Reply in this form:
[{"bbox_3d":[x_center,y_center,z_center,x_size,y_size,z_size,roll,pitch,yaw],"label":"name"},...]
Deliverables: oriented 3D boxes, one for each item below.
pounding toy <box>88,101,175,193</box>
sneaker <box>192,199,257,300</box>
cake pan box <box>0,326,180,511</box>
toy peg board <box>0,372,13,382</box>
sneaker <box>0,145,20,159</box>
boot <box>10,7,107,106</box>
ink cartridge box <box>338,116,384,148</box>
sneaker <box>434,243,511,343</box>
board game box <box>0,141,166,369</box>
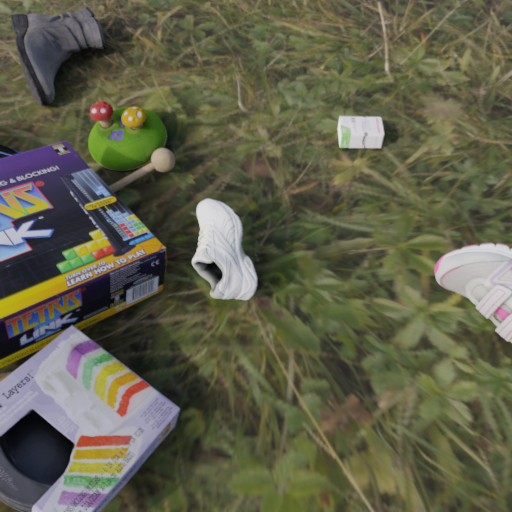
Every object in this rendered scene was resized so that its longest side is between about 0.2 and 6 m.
[{"bbox_3d":[-2.404,-2.256,10.249,1.489,0.895,1.929,-21,58,-7],"label":"pounding toy"},{"bbox_3d":[-0.622,-0.124,8.455,0.859,0.673,1.728,-5,63,-40],"label":"sneaker"},{"bbox_3d":[-2.332,2.132,6.912,1.950,0.554,2.117,34,44,13],"label":"cake pan box"},{"bbox_3d":[-3.434,2.446,7.172,1.611,0.791,1.618,-8,52,-24],"label":"toy peg board"},{"bbox_3d":[-5.413,-1.835,9.899,2.893,1.127,1.015,7,54,5],"label":"sneaker"},{"bbox_3d":[-4.059,-4.417,11.898,1.872,0.993,2.844,-14,59,-15],"label":"boot"},{"bbox_3d":[2.000,-2.374,10.759,0.804,0.338,0.585,2,51,1],"label":"ink cartridge box"},{"bbox_3d":[3.826,0.684,8.162,2.520,1.025,1.112,20,55,14],"label":"sneaker"},{"bbox_3d":[-3.724,-0.033,8.140,3.763,1.067,3.110,-27,58,-33],"label":"board game box"}]
